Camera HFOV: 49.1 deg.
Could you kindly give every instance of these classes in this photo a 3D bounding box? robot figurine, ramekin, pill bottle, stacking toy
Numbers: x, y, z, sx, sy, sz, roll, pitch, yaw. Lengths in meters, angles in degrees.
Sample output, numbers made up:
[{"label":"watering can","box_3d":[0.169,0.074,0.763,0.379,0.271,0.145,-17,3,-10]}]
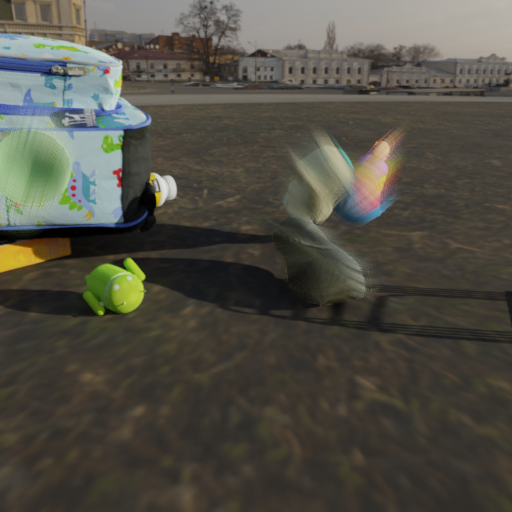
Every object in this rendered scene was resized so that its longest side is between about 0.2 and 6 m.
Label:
[{"label":"robot figurine","box_3d":[-1.684,0.391,6.686,0.843,0.488,0.740,19,49,41]},{"label":"ramekin","box_3d":[-2.238,-0.882,5.529,0.721,0.721,0.352,-10,20,-27]},{"label":"pill bottle","box_3d":[-2.227,-1.270,11.079,1.212,0.679,0.679,-15,25,-36]},{"label":"stacking toy","box_3d":[1.794,-1.299,8.949,1.432,0.831,0.786,-57,21,-22]}]

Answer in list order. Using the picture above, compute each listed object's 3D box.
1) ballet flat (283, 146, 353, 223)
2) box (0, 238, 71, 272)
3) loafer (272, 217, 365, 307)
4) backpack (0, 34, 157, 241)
[{"label":"ballet flat","box_3d":[0.742,-0.908,8.120,0.817,0.817,2.352,-1,-13,-3]},{"label":"box","box_3d":[-4.019,-0.094,8.164,2.184,0.453,1.300,-20,28,-40]},{"label":"loafer","box_3d":[0.635,0.051,7.181,0.645,0.697,1.853,-24,30,-16]},{"label":"backpack","box_3d":[-3.586,-1.822,8.227,3.664,2.692,3.353,-7,24,-20]}]
